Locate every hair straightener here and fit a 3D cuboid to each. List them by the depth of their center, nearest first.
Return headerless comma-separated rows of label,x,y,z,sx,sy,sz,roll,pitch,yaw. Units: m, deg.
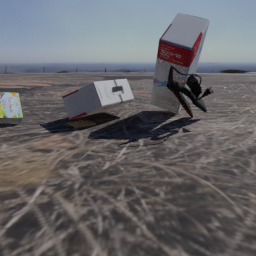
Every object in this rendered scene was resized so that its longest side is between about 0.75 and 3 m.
hair straightener,2.029,-1.193,8.754,1.138,0.605,2.958,-22,-30,20

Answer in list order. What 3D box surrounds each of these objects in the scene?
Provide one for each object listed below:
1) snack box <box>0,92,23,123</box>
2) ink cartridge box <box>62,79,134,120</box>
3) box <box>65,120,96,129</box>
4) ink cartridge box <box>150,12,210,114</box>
snack box,-3.878,-0.666,8.995,0.795,0.296,1.117,-1,52,-32
ink cartridge box,-0.988,-1.039,9.817,1.491,0.866,2.067,-18,1,33
box,-1.506,-0.131,8.820,0.773,0.082,0.632,-10,17,-36
ink cartridge box,1.837,-2.311,10.299,1.198,2.892,2.108,21,51,14
